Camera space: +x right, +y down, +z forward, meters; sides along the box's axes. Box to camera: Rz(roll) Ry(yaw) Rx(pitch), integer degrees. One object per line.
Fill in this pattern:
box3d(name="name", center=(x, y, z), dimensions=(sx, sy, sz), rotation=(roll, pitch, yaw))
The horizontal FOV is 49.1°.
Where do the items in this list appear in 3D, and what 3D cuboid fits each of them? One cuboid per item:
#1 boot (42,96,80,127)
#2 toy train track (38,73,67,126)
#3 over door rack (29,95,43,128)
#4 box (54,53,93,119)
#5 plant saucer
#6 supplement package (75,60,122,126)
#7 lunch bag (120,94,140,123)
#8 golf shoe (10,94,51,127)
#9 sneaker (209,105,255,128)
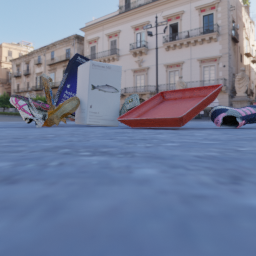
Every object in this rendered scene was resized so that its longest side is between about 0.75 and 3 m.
box3d(name="boot", center=(-2.494, -0.596, 10.009), dimensions=(1.080, 0.531, 1.509), rotation=(-3, 37, 42))
box3d(name="toy train track", center=(-2.833, -1.069, 10.641), dimensions=(1.517, 0.430, 2.644), rotation=(32, -32, 17))
box3d(name="over door rack", center=(-2.796, -0.487, 8.294), dimensions=(0.328, 0.983, 0.726), rotation=(-16, 8, -14))
box3d(name="box", center=(-2.197, -1.809, 13.463), dimensions=(2.074, 2.802, 1.462), rotation=(21, -10, -23))
box3d(name="plant saucer", center=(1.246, -0.584, 8.151), dimensions=(2.344, 0.431, 2.348), rotation=(0, 25, 46))
box3d(name="supplement package", center=(-1.119, -1.210, 10.450), dimensions=(1.309, 2.239, 1.313), rotation=(3, 0, -28))
box3d(name="lunch bag", center=(0.110, -0.697, 10.143), dimensions=(0.583, 0.991, 0.813), rotation=(19, 33, -19))
box3d(name="golf shoe", center=(-3.373, -0.604, 9.257), dimensions=(1.862, 0.857, 0.676), rotation=(20, 3, 36))
box3d(name="sneaker", center=(3.315, -0.240, 8.095), dimensions=(1.819, 0.638, 0.746), rotation=(-2, 36, 1))
